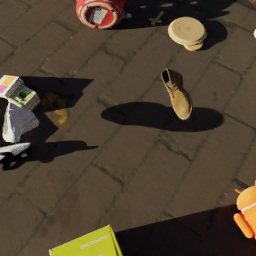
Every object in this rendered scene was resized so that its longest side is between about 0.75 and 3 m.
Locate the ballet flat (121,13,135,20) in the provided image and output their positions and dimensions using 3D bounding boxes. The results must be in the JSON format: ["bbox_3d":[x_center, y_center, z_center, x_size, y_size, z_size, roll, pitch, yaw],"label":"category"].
[{"bbox_3d":[-0.112,-5.377,13.531,0.882,0.322,0.322,-3,63,-2],"label":"ballet flat"}]

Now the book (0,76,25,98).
[{"bbox_3d":[-4.920,-1.667,11.255,1.410,0.339,0.942,16,61,41],"label":"book"}]

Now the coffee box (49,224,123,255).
[{"bbox_3d":[-0.943,3.981,7.829,1.773,1.756,1.775,-20,64,-10],"label":"coffee box"}]

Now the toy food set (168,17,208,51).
[{"bbox_3d":[2.770,-4.440,12.965,1.794,0.436,1.775,24,65,12],"label":"toy food set"}]

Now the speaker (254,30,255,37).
[{"bbox_3d":[6.482,-3.505,12.184,0.957,0.957,2.356,-14,64,-7],"label":"speaker"}]

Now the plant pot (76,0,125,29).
[{"bbox_3d":[-1.204,-5.866,12.703,2.353,2.353,2.142,-2,71,-1],"label":"plant pot"}]

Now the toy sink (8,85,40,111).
[{"bbox_3d":[-4.197,-0.999,11.050,0.758,0.652,1.163,31,67,15],"label":"toy sink"}]

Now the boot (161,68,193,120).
[{"bbox_3d":[1.516,-1.133,9.091,0.730,0.712,1.934,20,46,-41],"label":"boot"}]

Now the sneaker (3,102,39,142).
[{"bbox_3d":[-3.453,-0.197,9.173,1.088,0.853,2.189,12,23,-25],"label":"sneaker"}]

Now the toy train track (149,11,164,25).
[{"bbox_3d":[1.436,-5.279,13.567,0.647,0.184,1.129,23,59,19],"label":"toy train track"}]

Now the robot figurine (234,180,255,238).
[{"bbox_3d":[4.309,2.734,8.806,1.525,1.236,2.120,-39,62,27],"label":"robot figurine"}]

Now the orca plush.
[{"bbox_3d":[-4.507,1.173,9.812,2.326,1.224,0.827,-15,101,-29],"label":"orca plush"}]
